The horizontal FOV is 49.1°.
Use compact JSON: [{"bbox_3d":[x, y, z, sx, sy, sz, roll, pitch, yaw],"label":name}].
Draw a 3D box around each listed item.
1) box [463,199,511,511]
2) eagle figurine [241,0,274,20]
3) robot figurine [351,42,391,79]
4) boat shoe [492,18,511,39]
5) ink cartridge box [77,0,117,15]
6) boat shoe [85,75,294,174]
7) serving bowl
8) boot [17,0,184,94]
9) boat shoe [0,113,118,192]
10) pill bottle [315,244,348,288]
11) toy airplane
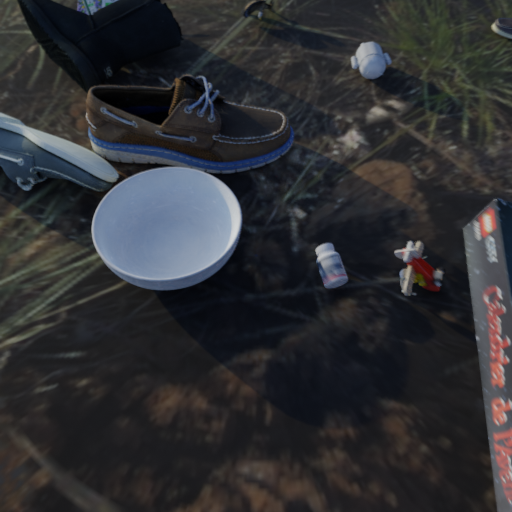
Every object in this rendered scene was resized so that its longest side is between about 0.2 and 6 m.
[{"bbox_3d":[3.825,1.408,6.001,2.691,0.743,3.940,9,62,-7],"label":"box"},{"bbox_3d":[0.029,-5.216,11.768,0.667,0.506,0.503,1,74,-6],"label":"eagle figurine"},{"bbox_3d":[2.169,-3.687,10.589,0.729,0.485,0.859,-7,52,6],"label":"robot figurine"},{"bbox_3d":[5.632,-4.656,11.280,1.598,0.518,0.575,13,55,10],"label":"boat shoe"},{"bbox_3d":[-3.135,-5.205,11.449,0.924,0.427,1.696,-2,73,-2],"label":"ink cartridge box"},{"bbox_3d":[-1.070,-2.150,8.986,3.390,1.227,1.225,-1,54,-1],"label":"boat shoe"},{"bbox_3d":[-1.231,-0.307,7.974,2.059,0.677,2.059,0,53,0],"label":"serving bowl"},{"bbox_3d":[-2.982,-4.497,10.811,2.261,1.028,2.691,-37,68,-20],"label":"boot"},{"bbox_3d":[-3.600,-1.547,8.943,2.994,1.090,0.925,24,100,9],"label":"boat shoe"},{"bbox_3d":[1.031,0.134,7.790,0.338,0.338,0.565,-13,68,-9],"label":"pill bottle"},{"bbox_3d":[2.160,0.177,7.706,0.758,0.535,0.754,-6,72,-36],"label":"toy airplane"}]
